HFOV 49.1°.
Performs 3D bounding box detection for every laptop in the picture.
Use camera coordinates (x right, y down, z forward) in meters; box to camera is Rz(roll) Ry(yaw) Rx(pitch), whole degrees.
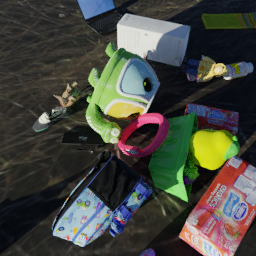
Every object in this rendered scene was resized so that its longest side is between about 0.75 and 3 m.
[{"bbox_3d":[-1.040,-5.251,12.497,1.777,1.035,2.005,-32,58,-22],"label":"laptop"}]

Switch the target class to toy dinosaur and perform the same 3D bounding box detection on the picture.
[{"bbox_3d":[-1.867,-0.970,9.045,0.647,1.022,1.508,53,37,-2],"label":"toy dinosaur"}]

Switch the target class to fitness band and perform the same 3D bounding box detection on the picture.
[{"bbox_3d":[0.415,0.180,7.929,1.350,0.352,1.879,-54,25,-16],"label":"fitness band"}]

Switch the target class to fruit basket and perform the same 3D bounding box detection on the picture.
[{"bbox_3d":[1.785,0.675,7.328,2.276,1.641,2.276,-10,46,10],"label":"fruit basket"}]

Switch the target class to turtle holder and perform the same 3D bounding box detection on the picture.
[{"bbox_3d":[-0.190,-1.100,8.550,1.922,2.057,2.707,26,44,-1],"label":"turtle holder"}]

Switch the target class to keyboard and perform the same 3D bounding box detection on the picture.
[{"bbox_3d":[-1.388,0.453,8.509,1.311,0.135,0.833,1,45,2],"label":"keyboard"}]

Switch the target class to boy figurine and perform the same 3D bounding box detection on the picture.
[{"bbox_3d":[2.770,-2.109,10.127,1.623,0.523,1.009,17,85,23],"label":"boy figurine"}]

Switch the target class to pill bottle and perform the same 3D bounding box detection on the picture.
[{"bbox_3d":[4.047,-2.131,10.314,1.026,0.535,0.535,-13,52,-11],"label":"pill bottle"}]

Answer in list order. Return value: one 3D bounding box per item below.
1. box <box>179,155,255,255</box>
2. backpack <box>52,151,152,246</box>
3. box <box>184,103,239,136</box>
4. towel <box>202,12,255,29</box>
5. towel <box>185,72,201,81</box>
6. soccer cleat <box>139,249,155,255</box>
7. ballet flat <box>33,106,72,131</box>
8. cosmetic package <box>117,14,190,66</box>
[{"bbox_3d":[2.359,1.915,6.705,1.146,1.097,2.298,32,58,23],"label":"box"},{"bbox_3d":[-0.642,1.794,6.377,1.411,1.914,2.097,38,73,6],"label":"backpack"},{"bbox_3d":[2.481,-0.122,8.560,1.575,0.752,0.785,13,52,10],"label":"box"},{"bbox_3d":[4.728,-4.880,12.714,2.580,0.233,1.111,-2,51,-1],"label":"towel"},{"bbox_3d":[2.572,-1.980,10.479,0.772,0.116,0.565,-4,52,-7],"label":"towel"},{"bbox_3d":[0.212,3.055,6.257,1.007,0.385,0.336,-29,57,-21],"label":"soccer cleat"},{"bbox_3d":[-2.443,-0.380,8.960,1.358,0.496,0.496,-28,56,-20],"label":"ballet flat"},{"bbox_3d":[0.954,-3.408,10.852,2.598,1.321,0.962,17,53,15],"label":"cosmetic package"}]
